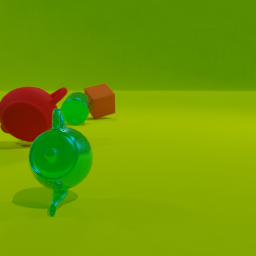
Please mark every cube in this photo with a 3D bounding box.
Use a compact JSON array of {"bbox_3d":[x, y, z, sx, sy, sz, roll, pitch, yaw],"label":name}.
[{"bbox_3d":[-1.052,-1.018,10.500,0.889,0.889,0.889,-18,42,-21],"label":"cube"}]

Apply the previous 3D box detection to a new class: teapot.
[{"bbox_3d":[-0.708,0.327,2.841,0.669,1.077,0.527,-3,-13,3],"label":"teapot"},{"bbox_3d":[-2.005,-0.311,5.694,1.880,1.169,0.920,-27,28,16],"label":"teapot"}]

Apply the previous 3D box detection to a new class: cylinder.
[{"bbox_3d":[-1.645,-0.639,8.963,0.867,0.867,0.867,0,21,0],"label":"cylinder"}]
